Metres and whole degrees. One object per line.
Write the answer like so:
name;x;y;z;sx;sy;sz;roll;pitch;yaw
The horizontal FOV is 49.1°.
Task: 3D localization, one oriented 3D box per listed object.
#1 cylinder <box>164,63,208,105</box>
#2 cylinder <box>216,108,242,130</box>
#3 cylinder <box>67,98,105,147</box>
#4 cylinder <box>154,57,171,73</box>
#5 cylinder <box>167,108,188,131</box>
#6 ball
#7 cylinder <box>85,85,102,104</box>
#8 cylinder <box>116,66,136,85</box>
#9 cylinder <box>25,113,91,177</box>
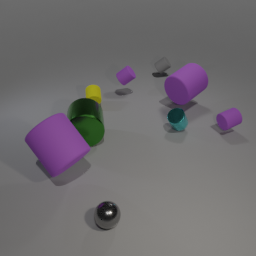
cylinder;2.570;-1.951;12.392;1.400;1.400;1.400;-36;45;-27
cylinder;3.943;-0.352;10.920;0.700;0.700;0.700;-23;37;-13
cylinder;-1.615;-0.220;10.586;1.400;1.400;1.400;-4;33;-6
cylinder;1.978;-3.576;15.930;0.700;0.700;0.700;-31;22;25
cylinder;1.969;-0.337;11.067;0.700;0.700;0.700;-10;63;20
ball;-0.538;2.256;7.293;0.700;0.700;0.700;0;32;0
cylinder;-1.585;-1.499;12.842;0.700;0.700;0.700;-5;56;-7
cylinder;-0.095;-2.528;13.507;0.700;0.700;0.700;-32;24;22
cylinder;-2.078;0.503;8.357;1.400;1.400;1.400;52;48;4
